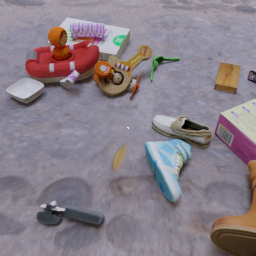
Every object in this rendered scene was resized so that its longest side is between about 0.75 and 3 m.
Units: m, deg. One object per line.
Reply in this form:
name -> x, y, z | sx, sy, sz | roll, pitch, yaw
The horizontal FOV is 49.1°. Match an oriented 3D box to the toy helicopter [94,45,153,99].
toy helicopter -> 0.034, -1.992, 9.677 | 2.356, 0.929, 1.558 | -43, 86, -15

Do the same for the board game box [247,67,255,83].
board game box -> 5.329, -1.932, 10.105 | 1.547, 0.439, 1.279 | -30, 50, -27

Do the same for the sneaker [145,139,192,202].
sneaker -> 1.218, 0.920, 6.970 | 1.177, 0.717, 1.804 | -12, 46, -11

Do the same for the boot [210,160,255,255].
boot -> 2.963, 1.584, 6.085 | 2.884, 1.063, 2.231 | 8, 45, -9

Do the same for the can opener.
can opener -> -1.267, 1.948, 6.223 | 1.488, 0.392, 0.495 | 6, 80, 8

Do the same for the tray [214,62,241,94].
tray -> 3.613, -1.848, 10.132 | 0.749, 0.281, 1.518 | 15, 45, 14

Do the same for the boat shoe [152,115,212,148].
boat shoe -> 1.539, -0.061, 8.040 | 1.794, 0.613, 0.670 | 20, 48, 19

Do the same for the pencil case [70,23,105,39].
pencil case -> -1.630, -3.896, 11.241 | 1.450, 0.608, 0.620 | 1, 86, 3

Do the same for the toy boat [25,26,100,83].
toy boat -> -2.354, -2.735, 9.963 | 2.674, 1.748, 1.745 | -7, 45, -7

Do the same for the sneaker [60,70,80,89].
sneaker -> -1.938, -1.676, 9.568 | 0.991, 0.359, 0.565 | 0, 52, 55

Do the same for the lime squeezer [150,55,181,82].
lime squeezer -> 1.197, -2.400, 10.737 | 0.704, 0.376, 1.995 | 48, 54, 2

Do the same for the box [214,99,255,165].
box -> 3.620, 0.058, 7.760 | 1.729, 0.836, 1.520 | -21, 48, -19

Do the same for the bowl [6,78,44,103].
bowl -> -3.413, -1.227, 9.424 | 0.987, 0.369, 0.989 | 24, 50, 22

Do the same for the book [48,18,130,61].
book -> -1.589, -3.686, 11.833 | 2.950, 0.709, 1.971 | 12, 49, 10
